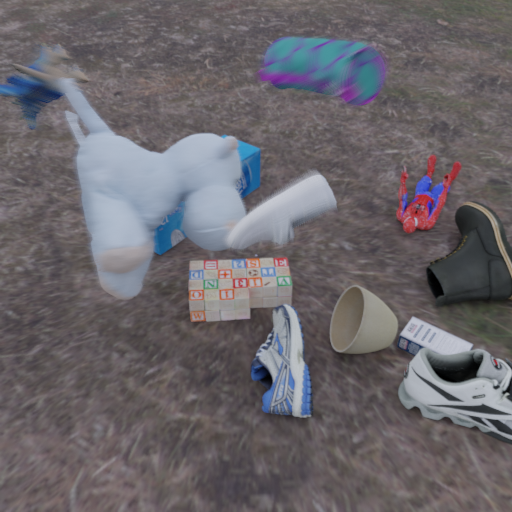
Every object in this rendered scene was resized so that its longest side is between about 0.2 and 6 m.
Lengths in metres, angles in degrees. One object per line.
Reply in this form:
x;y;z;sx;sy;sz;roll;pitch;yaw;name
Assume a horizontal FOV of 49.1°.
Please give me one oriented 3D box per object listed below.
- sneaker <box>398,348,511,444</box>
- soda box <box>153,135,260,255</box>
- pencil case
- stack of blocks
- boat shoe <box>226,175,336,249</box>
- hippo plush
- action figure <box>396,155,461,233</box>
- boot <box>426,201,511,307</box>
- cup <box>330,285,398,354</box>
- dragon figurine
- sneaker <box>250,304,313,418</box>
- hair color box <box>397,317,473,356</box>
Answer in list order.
3.475;1.954;8.071;2.612;1.156;0.968;9;40;8;sneaker
-1.325;-1.404;12.089;1.112;1.052;3.278;27;48;28;soda box
1.258;-3.670;11.017;1.140;1.049;2.466;-44;42;-17;pencil case
-0.285;0.592;10.122;1.823;0.534;1.050;-3;40;-4;stack of blocks
0.335;-0.444;7.224;1.500;0.540;0.514;-31;76;0;boat shoe
-1.331;-0.890;8.033;2.210;2.190;2.749;-12;84;-17;hippo plush
3.768;-1.606;12.149;0.934;1.417;2.862;19;46;22;action figure
3.872;-0.109;10.734;1.692;0.947;2.446;-9;40;-2;boot
1.828;1.128;9.209;0.805;1.125;1.125;18;37;-16;cup
-3.254;-2.367;8.120;1.318;0.780;2.652;-35;27;8;dragon figurine
0.329;1.570;8.806;0.892;0.807;2.094;-6;40;0;sneaker
2.938;1.481;9.239;1.059;0.321;0.530;26;47;27;hair color box
